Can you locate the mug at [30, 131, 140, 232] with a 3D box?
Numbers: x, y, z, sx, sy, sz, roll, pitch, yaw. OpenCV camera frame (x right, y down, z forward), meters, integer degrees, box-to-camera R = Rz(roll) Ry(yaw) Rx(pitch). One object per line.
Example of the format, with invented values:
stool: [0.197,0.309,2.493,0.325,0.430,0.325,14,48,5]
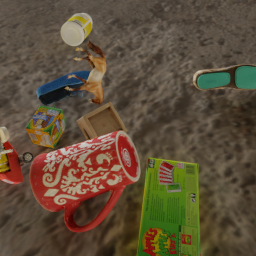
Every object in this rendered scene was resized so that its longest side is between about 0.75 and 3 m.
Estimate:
mug: [-0.847,1.184,6.639,2.216,1.967,1.479,-21,10,19]

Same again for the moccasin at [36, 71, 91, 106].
moccasin: [-2.088,-1.386,9.667,2.047,0.698,0.824,-19,46,-9]

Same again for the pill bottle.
pill bottle: [-2.064,-4.175,11.672,0.963,0.963,1.713,8,38,7]

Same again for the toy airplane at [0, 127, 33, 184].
toy airplane: [-3.615,0.499,7.270,1.951,1.960,1.383,27,44,22]

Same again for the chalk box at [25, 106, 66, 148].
chalk box: [-2.414,-0.141,8.594,0.771,0.777,1.244,11,51,11]

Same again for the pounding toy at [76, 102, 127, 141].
pounding toy: [-0.920,0.290,8.155,1.642,0.751,1.443,-32,94,-29]

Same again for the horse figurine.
horse figurine: [-1.080,-1.607,8.120,1.169,1.764,0.440,16,7,-12]

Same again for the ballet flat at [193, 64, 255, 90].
ballet flat: [3.652,-1.851,10.046,2.721,0.926,0.915,0,19,-2]

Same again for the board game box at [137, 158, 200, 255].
board game box: [1.009,2.041,6.815,1.345,0.630,2.647,6,49,5]
